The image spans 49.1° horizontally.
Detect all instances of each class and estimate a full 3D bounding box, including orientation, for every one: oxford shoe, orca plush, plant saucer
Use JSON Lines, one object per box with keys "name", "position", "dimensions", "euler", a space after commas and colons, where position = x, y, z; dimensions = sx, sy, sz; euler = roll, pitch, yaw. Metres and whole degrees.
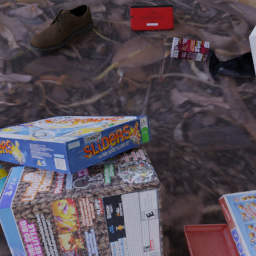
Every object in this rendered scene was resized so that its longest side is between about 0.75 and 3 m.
{"name": "oxford shoe", "position": [-2.147, -3.249, 8.861], "dimensions": [0.857, 0.995, 2.357], "euler": [37, 63, 22]}
{"name": "orca plush", "position": [3.826, -2.131, 7.992], "dimensions": [2.921, 1.038, 1.537], "euler": [6, 54, 4]}
{"name": "plant saucer", "position": [1.541, 2.320, 5.045], "dimensions": [1.112, 0.204, 1.110], "euler": [9, 49, -28]}

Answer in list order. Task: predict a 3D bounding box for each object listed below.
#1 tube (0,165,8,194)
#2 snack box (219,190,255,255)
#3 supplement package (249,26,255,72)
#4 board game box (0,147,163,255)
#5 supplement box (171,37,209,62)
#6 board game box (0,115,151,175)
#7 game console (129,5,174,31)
{"name": "tube", "position": [-3.384, 0.847, 6.110], "dimensions": [1.149, 0.748, 2.967], "euler": [-41, 68, -12]}
{"name": "snack box", "position": [2.564, 2.383, 5.097], "dimensions": [0.911, 0.308, 2.534], "euler": [-5, 54, -12]}
{"name": "supplement package", "position": [3.123, -1.673, 5.647], "dimensions": [0.975, 0.978, 1.667], "euler": [-7, 24, 34]}
{"name": "board game box", "position": [-0.665, 1.517, 4.676], "dimensions": [2.298, 1.832, 1.113], "euler": [-8, 24, -7]}
{"name": "supplement box", "position": [1.917, -2.422, 8.645], "dimensions": [1.112, 0.339, 0.605], "euler": [9, 54, 5]}
{"name": "board game box", "position": [-1.265, 0.178, 5.319], "dimensions": [2.829, 0.487, 1.915], "euler": [1, 13, 40]}
{"name": "game console", "position": [0.794, -3.880, 9.837], "dimensions": [1.468, 0.871, 1.265], "euler": [-2, 85, -1]}
